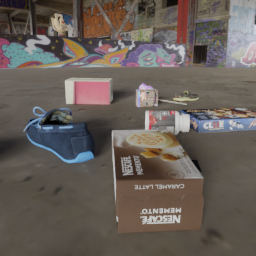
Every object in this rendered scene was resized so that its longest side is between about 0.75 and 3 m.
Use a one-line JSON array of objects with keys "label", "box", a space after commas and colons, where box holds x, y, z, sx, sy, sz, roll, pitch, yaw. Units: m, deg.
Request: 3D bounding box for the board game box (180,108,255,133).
[{"label": "board game box", "box": [3.132, -0.293, 9.238, 2.379, 0.412, 1.612, -3, 16, -10]}]

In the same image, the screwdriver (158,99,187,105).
[{"label": "screwdriver", "box": [1.568, -1.350, 13.123, 2.779, 0.404, 0.388, 9, 19, 43]}]

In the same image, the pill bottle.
[{"label": "pill bottle", "box": [1.134, -0.151, 8.176, 1.260, 0.697, 0.697, 1, 15, 4]}]

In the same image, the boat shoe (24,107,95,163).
[{"label": "boat shoe", "box": [-1.677, -0.024, 7.078, 1.247, 1.017, 2.964, -14, 21, -42]}]

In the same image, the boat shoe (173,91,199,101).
[{"label": "boat shoe", "box": [2.928, -1.608, 13.958, 1.544, 0.500, 0.565, -10, 18, -32]}]

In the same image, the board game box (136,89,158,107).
[{"label": "board game box", "box": [0.843, -1.345, 12.518, 0.930, 0.741, 0.450, -3, 16, -10]}]

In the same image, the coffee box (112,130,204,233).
[{"label": "coffee box", "box": [0.338, 0.712, 4.591, 1.182, 0.824, 2.067, -1, 17, -3]}]

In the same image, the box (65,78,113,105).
[{"label": "box", "box": [-1.806, -1.766, 13.319, 2.072, 1.129, 1.325, 1, 15, 3]}]

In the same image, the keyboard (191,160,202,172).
[{"label": "keyboard", "box": [0.873, 0.754, 5.946, 1.243, 0.128, 0.790, 1, 22, 2]}]

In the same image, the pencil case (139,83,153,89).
[{"label": "pencil case", "box": [1.032, -2.156, 15.833, 0.576, 0.586, 1.372, -16, 17, -11]}]

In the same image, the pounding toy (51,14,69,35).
[{"label": "pounding toy", "box": [-2.496, -3.975, 10.693, 0.566, 0.986, 0.564, -31, -25, 34]}]
